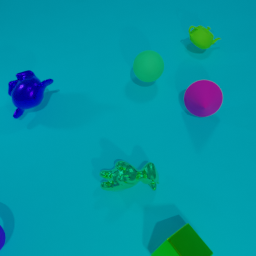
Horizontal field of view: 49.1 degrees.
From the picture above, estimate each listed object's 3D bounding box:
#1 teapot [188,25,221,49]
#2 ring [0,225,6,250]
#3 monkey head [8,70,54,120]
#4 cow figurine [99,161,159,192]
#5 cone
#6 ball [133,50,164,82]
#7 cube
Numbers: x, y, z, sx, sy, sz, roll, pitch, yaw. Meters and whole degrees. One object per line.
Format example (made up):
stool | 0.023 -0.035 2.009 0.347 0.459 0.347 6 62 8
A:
teapot | 2.356 -2.847 8.699 1.253 0.614 0.779 14 41 -29
ring | -3.100 2.186 5.604 1.231 1.231 0.246 -5 29 -3
monkey head | -2.567 -0.938 7.448 1.512 1.088 0.911 -43 75 13
cow figurine | 0.086 1.157 6.511 1.200 1.181 0.659 -30 53 33
cone | 1.898 -0.626 7.001 1.004 1.004 1.008 13 20 8
ball | 0.569 -1.707 7.753 0.865 0.865 0.865 0 59 0
cube | 1.056 2.496 5.526 0.738 0.738 0.738 -15 54 -45
